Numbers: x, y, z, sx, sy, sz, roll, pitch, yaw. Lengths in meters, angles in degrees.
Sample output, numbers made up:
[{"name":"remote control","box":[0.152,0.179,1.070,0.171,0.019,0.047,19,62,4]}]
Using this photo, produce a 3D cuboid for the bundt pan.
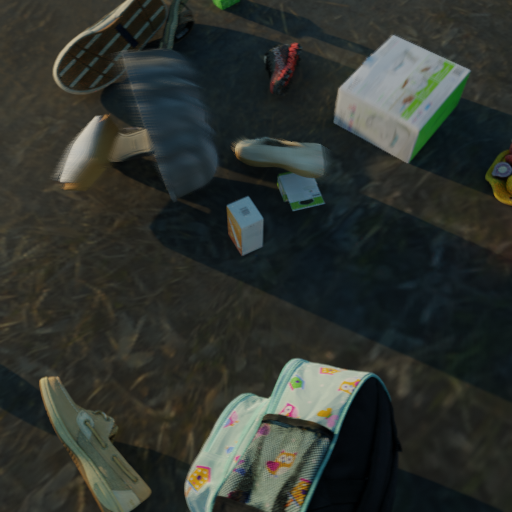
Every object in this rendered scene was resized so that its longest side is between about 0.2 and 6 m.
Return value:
[{"name":"bundt pan","box":[-1.439,-2.418,9.994,1.034,2.756,2.756,-19,60,-4]}]

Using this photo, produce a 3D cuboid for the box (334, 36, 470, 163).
[{"name":"box","box":[2.980,-3.300,11.583,1.883,1.032,2.134,33,64,19]}]

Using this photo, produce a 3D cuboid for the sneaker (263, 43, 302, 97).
[{"name":"sneaker","box":[0.475,-4.129,12.368,0.796,0.576,1.629,13,57,8]}]

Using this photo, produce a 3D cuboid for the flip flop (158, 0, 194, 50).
[{"name":"flip flop","box":[-1.793,-5.351,13.020,0.640,0.902,2.223,15,58,-14]}]

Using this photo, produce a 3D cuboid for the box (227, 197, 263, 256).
[{"name":"box","box":[-0.197,-0.518,9.960,0.441,0.905,0.563,-25,62,-14]}]

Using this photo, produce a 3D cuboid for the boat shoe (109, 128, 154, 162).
[{"name":"boat shoe","box":[-2.454,-2.220,11.155,2.017,0.575,0.674,-1,95,21]}]

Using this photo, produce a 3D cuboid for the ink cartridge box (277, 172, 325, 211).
[{"name":"ink cartridge box","box":[0.845,-1.194,10.712,0.663,0.340,0.897,-13,61,-9]}]

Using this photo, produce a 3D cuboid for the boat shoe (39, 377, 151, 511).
[{"name":"boat shoe","box":[-2.377,2.659,8.137,0.745,0.823,2.310,-30,72,-24]}]

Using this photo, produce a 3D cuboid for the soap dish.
[{"name":"soap dish","box":[-3.065,-1.852,10.357,0.539,1.327,1.044,26,57,-28]}]

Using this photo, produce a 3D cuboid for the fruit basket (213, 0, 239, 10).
[{"name":"fruit basket","box":[-0.710,-6.513,13.744,0.773,0.773,0.558,-36,65,-20]}]

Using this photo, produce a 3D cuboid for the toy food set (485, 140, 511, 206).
[{"name":"toy food set","box":[5.258,-1.804,10.926,1.079,0.599,1.834,31,63,17]}]

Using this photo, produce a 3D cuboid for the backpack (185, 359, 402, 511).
[{"name":"backpack","box":[0.641,2.754,7.060,2.155,2.471,2.811,6,41,38]}]

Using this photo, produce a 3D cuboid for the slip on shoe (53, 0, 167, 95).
[{"name":"slip on shoe","box":[-3.309,-4.747,12.587,3.124,1.188,0.946,-53,30,-17]}]

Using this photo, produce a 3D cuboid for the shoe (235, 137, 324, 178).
[{"name":"shoe","box":[0.423,-1.990,10.610,2.153,0.575,0.753,22,38,40]}]
